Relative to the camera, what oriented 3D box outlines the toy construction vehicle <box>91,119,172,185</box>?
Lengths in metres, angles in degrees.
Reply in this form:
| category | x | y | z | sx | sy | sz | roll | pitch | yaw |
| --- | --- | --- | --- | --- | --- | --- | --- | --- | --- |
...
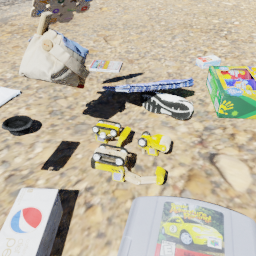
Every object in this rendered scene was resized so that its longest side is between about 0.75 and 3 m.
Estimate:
| category | x | y | z | sx | sy | sz | roll | pitch | yaw |
| --- | --- | --- | --- | --- | --- | --- | --- | --- | --- |
| toy construction vehicle | -0.044 | 0.711 | 8.287 | 2.482 | 0.874 | 2.161 | 10 | 27 | 9 |

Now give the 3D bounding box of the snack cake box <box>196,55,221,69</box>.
| category | x | y | z | sx | sy | sz | roll | pitch | yaw |
| --- | --- | --- | --- | --- | --- | --- | --- | --- | --- |
| snack cake box | 3.977 | -3.275 | 13.876 | 1.057 | 0.355 | 0.608 | -14 | 41 | -18 |

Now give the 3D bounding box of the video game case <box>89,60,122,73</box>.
| category | x | y | z | sx | sy | sz | roll | pitch | yaw |
| --- | --- | --- | --- | --- | --- | --- | --- | --- | --- |
| video game case | -1.092 | -3.044 | 13.753 | 1.499 | 0.131 | 1.072 | 5 | 37 | 7 |

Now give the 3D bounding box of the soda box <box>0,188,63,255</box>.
| category | x | y | z | sx | sy | sz | roll | pitch | yaw |
| --- | --- | --- | --- | --- | --- | --- | --- | --- | --- |
| soda box | -2.137 | 2.500 | 5.703 | 0.913 | 0.854 | 2.682 | 2 | 36 | 3 |

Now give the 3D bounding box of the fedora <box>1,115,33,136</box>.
| category | x | y | z | sx | sy | sz | roll | pitch | yaw |
| --- | --- | --- | --- | --- | --- | --- | --- | --- | --- |
| fedora | -3.683 | -0.030 | 9.424 | 1.015 | 0.464 | 1.015 | -1 | 36 | 1 |

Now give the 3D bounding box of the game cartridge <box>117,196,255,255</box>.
| category | x | y | z | sx | sy | sz | roll | pitch | yaw |
| --- | --- | --- | --- | --- | --- | --- | --- | --- | --- |
| game cartridge | 1.345 | 2.432 | 6.093 | 2.896 | 0.592 | 1.928 | 8 | 33 | 10 |

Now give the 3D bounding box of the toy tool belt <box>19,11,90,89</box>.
| category | x | y | z | sx | sy | sz | roll | pitch | yaw |
| --- | --- | --- | --- | --- | --- | --- | --- | --- | --- |
| toy tool belt | -1.740 | -2.008 | 7.722 | 1.667 | 1.641 | 2.670 | 13 | 6 | 13 |

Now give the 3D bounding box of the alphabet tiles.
| category | x | y | z | sx | sy | sz | roll | pitch | yaw |
| --- | --- | --- | --- | --- | --- | --- | --- | --- | --- |
| alphabet tiles | -1.743 | -3.531 | 7.667 | 1.836 | 1.877 | 0.137 | -21 | 79 | -32 |

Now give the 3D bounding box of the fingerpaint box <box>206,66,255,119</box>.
| category | x | y | z | sx | sy | sz | roll | pitch | yaw |
| --- | --- | --- | --- | --- | --- | --- | --- | --- | --- |
| fingerpaint box | 4.433 | -1.483 | 10.950 | 2.222 | 0.977 | 2.663 | 3 | 37 | 3 |

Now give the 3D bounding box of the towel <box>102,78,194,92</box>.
| category | x | y | z | sx | sy | sz | roll | pitch | yaw |
| --- | --- | --- | --- | --- | --- | --- | --- | --- | --- |
| towel | 0.771 | -1.669 | 10.750 | 2.977 | 0.355 | 2.155 | -9 | 12 | -28 |

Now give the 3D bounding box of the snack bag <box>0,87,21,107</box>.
| category | x | y | z | sx | sy | sz | roll | pitch | yaw |
| --- | --- | --- | --- | --- | --- | --- | --- | --- | --- |
| snack bag | -5.833 | -1.201 | 11.188 | 2.263 | 0.242 | 2.134 | 13 | 38 | 17 |

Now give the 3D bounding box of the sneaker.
| category | x | y | z | sx | sy | sz | roll | pitch | yaw |
| --- | --- | --- | --- | --- | --- | --- | --- | --- | --- |
| sneaker | 1.443 | -0.908 | 10.514 | 2.155 | 0.795 | 0.862 | 24 | 29 | 23 |
